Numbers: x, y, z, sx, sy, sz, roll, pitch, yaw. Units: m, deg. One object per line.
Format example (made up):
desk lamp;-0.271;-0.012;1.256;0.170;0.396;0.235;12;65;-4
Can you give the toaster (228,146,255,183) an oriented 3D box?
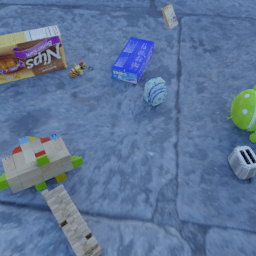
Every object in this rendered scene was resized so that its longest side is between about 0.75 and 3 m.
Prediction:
toaster;3.604;1.086;8.691;0.623;0.709;1.097;-9;51;-6

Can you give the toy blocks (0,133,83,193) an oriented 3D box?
toy blocks;-2.876;0.887;8.724;2.460;1.229;1.682;-22;42;-18

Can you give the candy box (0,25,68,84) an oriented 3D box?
candy box;-4.074;-2.967;11.382;2.934;1.712;0.828;-15;54;-13

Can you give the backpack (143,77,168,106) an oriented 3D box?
backpack;1.075;-1.369;10.542;0.882;0.964;0.709;-24;55;-20

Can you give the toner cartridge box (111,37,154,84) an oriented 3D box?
toner cartridge box;0.244;-2.985;12.153;1.163;0.529;2.449;15;52;14

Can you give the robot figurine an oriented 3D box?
robot figurine;4.679;-0.515;9.539;2.455;1.420;2.154;11;74;7

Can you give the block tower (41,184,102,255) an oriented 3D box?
block tower;-1.545;2.532;7.572;0.643;0.601;2.224;-30;57;-23

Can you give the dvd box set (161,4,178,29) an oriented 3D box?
dvd box set;1.596;-4.266;10.709;0.120;0.816;0.597;0;33;47

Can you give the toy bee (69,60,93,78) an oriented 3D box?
toy bee;-2.021;-2.561;11.789;0.691;0.574;1.056;25;55;21
